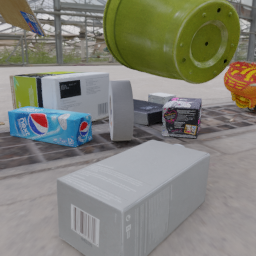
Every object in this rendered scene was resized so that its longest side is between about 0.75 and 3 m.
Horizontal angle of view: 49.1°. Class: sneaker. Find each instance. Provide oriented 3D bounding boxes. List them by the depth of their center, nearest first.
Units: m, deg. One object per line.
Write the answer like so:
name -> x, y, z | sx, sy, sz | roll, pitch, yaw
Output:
sneaker -> 2.720, -0.849, 6.137 | 1.006, 1.064, 2.757 | 33, 25, 28

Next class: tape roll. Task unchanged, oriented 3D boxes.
tape roll -> -0.233, -0.511, 8.223 | 0.582, 1.762, 1.762 | -1, 16, -7

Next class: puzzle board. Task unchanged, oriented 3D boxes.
puzzle board -> -2.407, -2.588, 5.719 | 1.176, 0.136, 1.560 | 23, -18, 17

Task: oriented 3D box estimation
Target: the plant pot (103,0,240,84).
plant pot -> 1.065, -2.214, 6.443 | 2.592, 2.592, 2.496 | -8, 31, -25

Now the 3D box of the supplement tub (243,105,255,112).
supplement tub -> 5.947, -1.211, 11.507 | 1.355, 1.355, 2.211 | -12, 20, -36

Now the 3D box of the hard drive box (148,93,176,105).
hard drive box -> 1.719, -1.494, 14.214 | 0.886, 0.436, 1.137 | -13, 20, -38

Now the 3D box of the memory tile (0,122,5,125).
memory tile -> -4.895, -0.166, 10.178 | 0.754, 0.063, 0.578 | 13, 20, 37

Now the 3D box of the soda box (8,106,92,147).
soda box -> -2.379, -0.090, 8.497 | 2.567, 0.824, 0.871 | 7, 17, 26

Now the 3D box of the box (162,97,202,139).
box -> 1.806, -0.401, 9.259 | 1.150, 0.998, 1.740 | 5, 16, 17

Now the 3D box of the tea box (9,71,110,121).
tea box -> -2.507, -1.192, 10.609 | 2.627, 1.784, 2.671 | 12, 20, 36

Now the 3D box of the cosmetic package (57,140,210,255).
cosmetic package -> 0.208, 0.988, 4.355 | 1.255, 1.059, 2.349 | 14, 18, 39

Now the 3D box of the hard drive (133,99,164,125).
hard drive -> 0.416, -0.693, 11.121 | 1.789, 0.561, 2.652 | -13, 20, -38
